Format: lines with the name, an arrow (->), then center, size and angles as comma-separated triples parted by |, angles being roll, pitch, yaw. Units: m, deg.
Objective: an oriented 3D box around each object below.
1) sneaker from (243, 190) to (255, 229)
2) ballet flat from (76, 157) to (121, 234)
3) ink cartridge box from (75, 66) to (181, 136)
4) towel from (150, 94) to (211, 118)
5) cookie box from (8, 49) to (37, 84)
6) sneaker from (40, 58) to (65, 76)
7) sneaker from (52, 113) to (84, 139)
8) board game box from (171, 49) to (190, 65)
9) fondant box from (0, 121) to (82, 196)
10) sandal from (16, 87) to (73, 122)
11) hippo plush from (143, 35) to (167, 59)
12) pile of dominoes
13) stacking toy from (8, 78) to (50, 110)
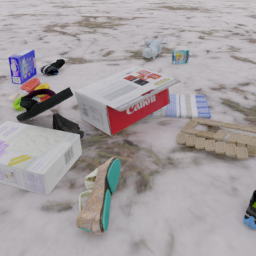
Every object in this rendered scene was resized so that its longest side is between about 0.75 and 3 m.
sneaker -> 2.792, 1.443, 5.626 | 0.503, 0.588, 1.419 | 26, 40, 34
ballet flat -> -0.631, 1.285, 5.864 | 0.678, 0.686, 2.016 | -4, 28, 11
ink cartridge box -> 0.048, -0.877, 8.753 | 2.539, 1.065, 2.229 | -29, 37, -30
towel -> 1.744, -0.819, 9.788 | 2.112, 0.251, 1.551 | 4, 32, 6
cookie box -> -4.479, -2.652, 12.009 | 0.503, 1.145, 1.338 | 9, 31, 8
sneaker -> -3.285, -2.748, 12.882 | 0.758, 0.495, 1.355 | 28, 48, 33
sneaker -> -1.789, -0.006, 8.259 | 0.639, 0.534, 1.407 | -12, 40, -34
board game box -> 2.619, -3.541, 13.974 | 0.873, 0.659, 0.205 | -11, 32, -17
fondant box -> -2.543, 0.637, 6.915 | 2.280, 0.664, 1.645 | 9, 32, 17
sandal -> -2.506, -0.817, 8.049 | 2.856, 0.684, 1.073 | -14, 20, 49
hippo plush -> 1.364, -4.090, 14.896 | 1.340, 1.067, 1.077 | 2, 58, 28
pile of dominoes -> 2.531, 0.335, 7.969 | 2.202, 0.351, 1.716 | 13, 33, 36
stacking toy -> -3.462, -1.074, 10.187 | 1.431, 0.668, 1.581 | -41, 41, -13
